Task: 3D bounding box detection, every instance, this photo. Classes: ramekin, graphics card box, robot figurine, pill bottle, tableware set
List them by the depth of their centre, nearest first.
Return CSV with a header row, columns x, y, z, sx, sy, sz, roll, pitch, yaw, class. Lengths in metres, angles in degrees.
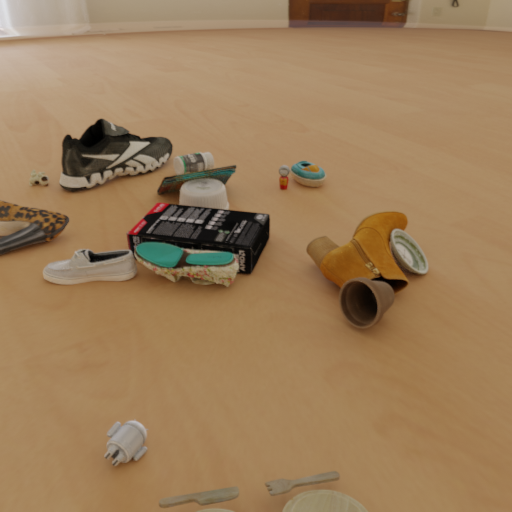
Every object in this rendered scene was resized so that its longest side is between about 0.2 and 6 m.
x,y,z,sx,sy,sz,roll,pitch,yaw,class
0.163,2.980,5.741,2.194,0.440,1.450,-3,17,-16,tableware set
-1.606,2.312,6.974,0.527,0.351,0.621,44,38,-1,robot figurine
-1.123,-0.414,11.518,2.585,0.657,1.622,6,29,12,graphics card box
-1.255,-1.385,13.281,1.199,0.629,1.199,0,29,0,ramekin
-1.705,-2.523,15.373,1.009,0.571,0.571,-18,34,-30,pill bottle

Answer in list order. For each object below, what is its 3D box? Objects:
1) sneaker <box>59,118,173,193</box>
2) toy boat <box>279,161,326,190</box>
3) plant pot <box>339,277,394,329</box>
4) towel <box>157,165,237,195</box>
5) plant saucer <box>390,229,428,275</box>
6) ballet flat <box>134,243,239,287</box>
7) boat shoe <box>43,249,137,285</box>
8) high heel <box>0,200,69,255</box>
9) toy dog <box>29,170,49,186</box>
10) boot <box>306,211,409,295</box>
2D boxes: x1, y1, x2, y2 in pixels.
x,y,z,sx,sy,sz,roll,pitch,yaw,class
-3.688,-2.946,15.060,1.178,1.604,3.546,26,38,37,sneaker
1.168,-2.157,14.654,1.358,0.631,1.142,-18,34,-29,toy boat
1.909,0.730,9.280,0.726,0.833,0.833,-10,29,-42,plant pot
-1.489,-1.858,13.930,1.830,0.199,1.342,-13,-5,-18,towel
2.915,-0.035,10.912,1.035,0.260,1.035,29,40,-28,plant saucer
-1.302,0.223,10.398,2.030,0.649,0.768,8,37,15,ballet flat
-3.154,0.152,10.558,1.747,0.599,0.629,1,30,3,boat shoe
-5.165,-0.995,12.241,1.626,0.815,2.281,-23,53,-24,high heel
-5.677,-2.010,14.702,0.503,0.351,0.488,10,43,17,toy dog
2.368,0.041,10.682,2.485,0.874,1.779,-18,39,-22,boot
